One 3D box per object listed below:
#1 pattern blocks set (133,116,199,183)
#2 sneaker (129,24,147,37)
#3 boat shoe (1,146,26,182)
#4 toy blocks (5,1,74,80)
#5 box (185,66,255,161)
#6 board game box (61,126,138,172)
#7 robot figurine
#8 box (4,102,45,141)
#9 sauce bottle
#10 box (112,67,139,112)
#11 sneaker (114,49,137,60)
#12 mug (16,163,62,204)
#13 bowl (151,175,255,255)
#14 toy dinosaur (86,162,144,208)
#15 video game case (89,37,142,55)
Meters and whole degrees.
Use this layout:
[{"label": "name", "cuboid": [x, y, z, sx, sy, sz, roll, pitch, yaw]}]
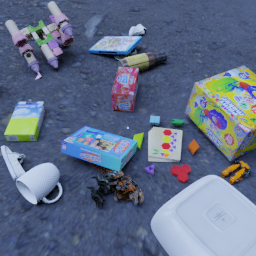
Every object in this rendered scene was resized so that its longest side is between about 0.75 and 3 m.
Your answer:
[{"label": "pattern blocks set", "cuboid": [1.353, 0.630, 10.227, 2.379, 0.219, 2.707, 13, 50, 13]}, {"label": "sneaker", "cuboid": [0.599, -5.580, 16.210, 0.687, 0.538, 1.382, 30, 53, 22]}, {"label": "boat shoe", "cuboid": [-3.823, 1.100, 9.571, 0.648, 0.562, 1.520, -24, 52, -22]}, {"label": "toy blocks", "cuboid": [-3.941, -3.999, 13.884, 2.801, 2.997, 2.523, -31, 85, -13]}, {"label": "box", "cuboid": [4.039, -0.626, 10.331, 2.558, 1.620, 2.656, -22, 55, -22]}, {"label": "board game box", "cuboid": [-0.938, 0.647, 9.655, 2.143, 0.482, 1.630, 16, 23, 16]}, {"label": "robot figurine", "cuboid": [3.652, 1.456, 9.408, 0.989, 0.288, 0.717, -26, 51, -22]}, {"label": "box", "cuboid": [-3.988, -0.286, 11.013, 1.134, 0.443, 1.859, 0, 45, 0]}, {"label": "sauce bottle", "cuboid": [0.765, -3.242, 13.716, 2.484, 0.804, 0.804, -17, 48, -19]}, {"label": "box", "cuboid": [-0.096, -1.684, 12.027, 0.929, 0.970, 1.946, 5, 46, 5]}, {"label": "sneaker", "cuboid": [-0.122, -3.830, 14.492, 1.248, 0.495, 0.461, -10, 48, -8]}, {"label": "mug", "cuboid": [-2.622, 1.771, 8.758, 1.278, 0.944, 1.121, 48, 51, 1]}, {"label": "bowl", "cuboid": [2.429, 2.664, 7.691, 2.874, 1.073, 2.870, -27, 52, -26]}, {"label": "toy dinosaur", "cuboid": [-0.488, 1.766, 8.835, 2.060, 1.052, 1.398, 17, 25, 37]}, {"label": "video game case", "cuboid": [-0.665, -4.423, 14.890, 2.410, 0.214, 1.724, 11, 44, 29]}]
